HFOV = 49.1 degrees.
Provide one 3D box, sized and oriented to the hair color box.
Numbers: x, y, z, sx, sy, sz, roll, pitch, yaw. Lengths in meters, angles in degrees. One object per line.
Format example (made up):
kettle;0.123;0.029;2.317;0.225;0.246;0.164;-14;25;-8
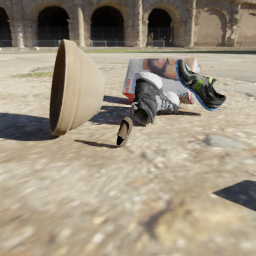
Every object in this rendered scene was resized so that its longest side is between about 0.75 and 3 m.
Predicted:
hair color box;1.208;-1.781;10.466;2.694;1.494;0.861;7;-10;30

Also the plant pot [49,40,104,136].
plant pot;-1.322;-0.960;7.284;1.117;2.420;2.420;7;15;-22

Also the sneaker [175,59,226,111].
sneaker;2.269;-1.437;8.755;0.860;2.075;0.736;-37;16;40

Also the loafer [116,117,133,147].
loafer;-0.099;0.118;6.323;0.277;0.758;0.269;22;26;23

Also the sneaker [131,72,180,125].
sneaker;0.783;-0.635;8.524;0.870;1.312;2.306;11;-15;37
